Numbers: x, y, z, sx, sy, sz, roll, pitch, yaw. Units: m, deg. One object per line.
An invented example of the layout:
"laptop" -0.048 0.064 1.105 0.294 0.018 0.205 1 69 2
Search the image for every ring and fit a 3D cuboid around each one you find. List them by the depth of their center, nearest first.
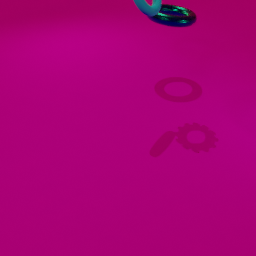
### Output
"ring" 0.411 -3.081 6.330 0.216 1.082 1.082 -7 28 40
"ring" 1.347 -3.512 8.714 1.594 0.319 1.594 5 37 -4
